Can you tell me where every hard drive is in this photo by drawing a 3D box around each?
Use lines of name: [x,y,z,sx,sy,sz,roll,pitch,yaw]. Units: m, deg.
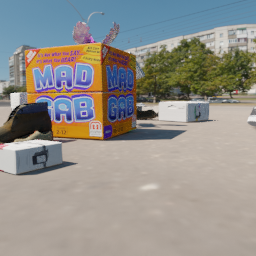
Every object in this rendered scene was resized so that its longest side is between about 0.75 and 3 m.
hard drive: [-0.466,-2.990,14.967,2.293,1.513,0.306,-18,37,29]

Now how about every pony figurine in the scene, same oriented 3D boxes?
pony figurine: [-1.402,-3.149,11.536,1.942,2.332,2.251,-3,-20,-29]

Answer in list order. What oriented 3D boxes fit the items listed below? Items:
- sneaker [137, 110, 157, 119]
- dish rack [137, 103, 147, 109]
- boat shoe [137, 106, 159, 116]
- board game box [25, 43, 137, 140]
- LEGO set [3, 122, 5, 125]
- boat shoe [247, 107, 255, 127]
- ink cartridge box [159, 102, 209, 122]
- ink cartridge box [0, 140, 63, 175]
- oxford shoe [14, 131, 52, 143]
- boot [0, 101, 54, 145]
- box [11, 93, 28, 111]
sneaker: [0.752,-0.700,15.986,1.841,0.648,0.695,4,-14,24]
dish rack: [0.234,-1.337,19.448,1.792,0.390,1.538,-2,-22,-31]
boat shoe: [1.531,-1.045,19.023,1.885,0.704,0.874,-1,-16,32]
board game box: [-1.379,-1.138,9.124,2.602,2.603,2.605,2,8,22]
LEGO set: [-4.860,-0.025,9.231,2.502,0.709,1.625,16,14,23]
boat shoe: [5.632,-0.458,10.185,0.947,0.895,2.641,25,-8,-24]
ink cartridge box: [3.012,-0.905,15.015,1.747,1.013,2.413,5,8,42]
ink cartridge box: [-1.665,0.450,4.684,0.683,0.392,0.940,4,7,34]
oxford shoe: [-2.327,0.251,6.887,0.940,0.352,0.331,-4,7,-37]
boot: [-2.942,-0.130,7.053,0.826,1.071,2.210,6,8,44]
box: [-4.408,-0.989,13.737,2.218,1.450,2.207,-4,7,-32]
